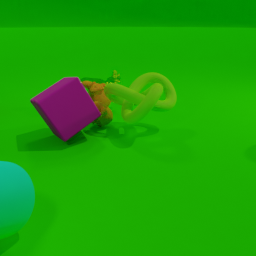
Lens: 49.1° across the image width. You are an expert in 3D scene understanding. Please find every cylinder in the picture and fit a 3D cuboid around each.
[{"bbox_3d":[-1.764,0.850,3.247,0.973,0.973,0.973,6,-9,14],"label":"cylinder"}]

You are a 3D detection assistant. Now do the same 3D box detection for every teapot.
[{"bbox_3d":[-0.752,-0.335,7.325,0.552,0.700,1.127,-47,9,-19],"label":"teapot"}]

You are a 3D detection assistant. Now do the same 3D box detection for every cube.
[{"bbox_3d":[-1.463,-0.472,6.507,1.045,1.045,1.045,-38,24,-17],"label":"cube"}]

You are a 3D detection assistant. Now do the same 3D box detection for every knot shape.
[{"bbox_3d":[0.318,-0.708,6.715,1.816,0.839,1.699,-6,25,2],"label":"knot shape"}]

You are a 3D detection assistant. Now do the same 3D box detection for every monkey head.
[{"bbox_3d":[-1.003,-0.967,8.484,0.984,0.824,1.367,22,26,23],"label":"monkey head"}]

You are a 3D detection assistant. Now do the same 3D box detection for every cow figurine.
[{"bbox_3d":[-1.000,-1.491,9.837,1.513,0.831,1.489,15,41,23],"label":"cow figurine"}]
